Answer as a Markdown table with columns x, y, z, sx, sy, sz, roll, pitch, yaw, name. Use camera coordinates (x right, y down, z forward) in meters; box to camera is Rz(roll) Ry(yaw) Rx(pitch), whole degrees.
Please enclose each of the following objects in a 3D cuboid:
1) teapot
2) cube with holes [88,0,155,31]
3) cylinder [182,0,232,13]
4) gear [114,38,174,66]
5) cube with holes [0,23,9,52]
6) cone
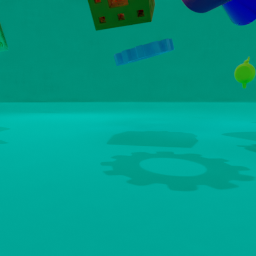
| x | y | z | sx | sy | sz | roll | pitch | yaw | name |
| --- | --- | --- | --- | --- | --- | --- | --- | --- | --- |
| 4.014 | -1.888 | 9.539 | 0.679 | 1.092 | 0.535 | 10 | 11 | 38 | teapot |
| -0.158 | -3.280 | 6.582 | 1.339 | 1.339 | 1.339 | -4 | 38 | 13 | cube with holes |
| 2.091 | -3.635 | 6.739 | 1.328 | 1.328 | 1.328 | -2 | 5 | -23 | cylinder |
| 0.364 | -1.749 | 6.497 | 1.368 | 0.253 | 1.368 | -15 | 11 | 3 | gear |
| -4.188 | -2.562 | 7.684 | 1.118 | 1.118 | 1.118 | -27 | 25 | -37 | cube with holes |
| 3.016 | -4.001 | 8.271 | 1.582 | 1.576 | 1.576 | 2 | 4 | -28 | cone |
